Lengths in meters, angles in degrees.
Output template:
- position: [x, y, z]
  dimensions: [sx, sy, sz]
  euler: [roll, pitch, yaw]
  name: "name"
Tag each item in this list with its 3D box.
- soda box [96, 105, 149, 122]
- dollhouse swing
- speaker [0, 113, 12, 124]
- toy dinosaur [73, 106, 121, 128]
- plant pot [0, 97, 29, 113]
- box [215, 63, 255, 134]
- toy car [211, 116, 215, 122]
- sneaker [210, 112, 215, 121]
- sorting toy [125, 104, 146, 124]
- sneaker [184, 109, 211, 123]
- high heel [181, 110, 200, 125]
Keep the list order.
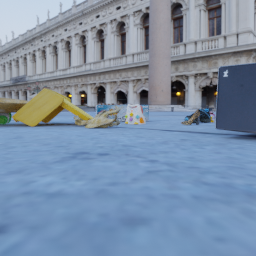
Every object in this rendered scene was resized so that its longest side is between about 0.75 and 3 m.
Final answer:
- position: [-0.262, -0.664, 12.574]
  dimensions: [2.332, 0.741, 0.798]
  euler: [-2, 5, -10]
  name: "soda box"
- position: [-2.516, -0.303, 10.035]
  dimensions: [1.985, 1.920, 2.184]
  euler: [-42, 7, -2]
  name: "dollhouse swing"
- position: [-4.917, -0.406, 9.941]
  dimensions: [0.625, 0.625, 1.412]
  euler: [3, 5, 36]
  name: "speaker"
- position: [-0.723, -0.201, 8.490]
  dimensions: [1.146, 0.660, 2.266]
  euler: [-26, 16, -40]
  name: "toy dinosaur"
- position: [-4.778, -0.831, 9.626]
  dimensions: [2.807, 0.386, 2.807]
  euler: [6, 6, -1]
  name: "plant pot"
- position: [3.194, -0.498, 5.436]
  dimensions: [2.145, 1.333, 2.163]
  euler: [2, 2, -43]
  name: "box"
- position: [3.970, -0.393, 11.564]
  dimensions: [1.049, 0.349, 0.515]
  euler: [1, 4, 0]
  name: "toy car"
- position: [3.563, -0.537, 12.866]
  dimensions: [0.718, 0.455, 1.277]
  euler: [-1, 1, 33]
  name: "sneaker"
- position: [0.198, -0.518, 10.434]
  dimensions: [0.836, 0.753, 0.447]
  euler: [2, 4, 33]
  name: "sorting toy"
- position: [2.798, -0.496, 11.320]
  dimensions: [1.435, 0.588, 0.526]
  euler: [-4, 6, -40]
  name: "sneaker"
- position: [2.195, -0.378, 9.884]
  dimensions: [0.771, 0.550, 0.275]
  euler: [-2, 4, -22]
  name: "high heel"
